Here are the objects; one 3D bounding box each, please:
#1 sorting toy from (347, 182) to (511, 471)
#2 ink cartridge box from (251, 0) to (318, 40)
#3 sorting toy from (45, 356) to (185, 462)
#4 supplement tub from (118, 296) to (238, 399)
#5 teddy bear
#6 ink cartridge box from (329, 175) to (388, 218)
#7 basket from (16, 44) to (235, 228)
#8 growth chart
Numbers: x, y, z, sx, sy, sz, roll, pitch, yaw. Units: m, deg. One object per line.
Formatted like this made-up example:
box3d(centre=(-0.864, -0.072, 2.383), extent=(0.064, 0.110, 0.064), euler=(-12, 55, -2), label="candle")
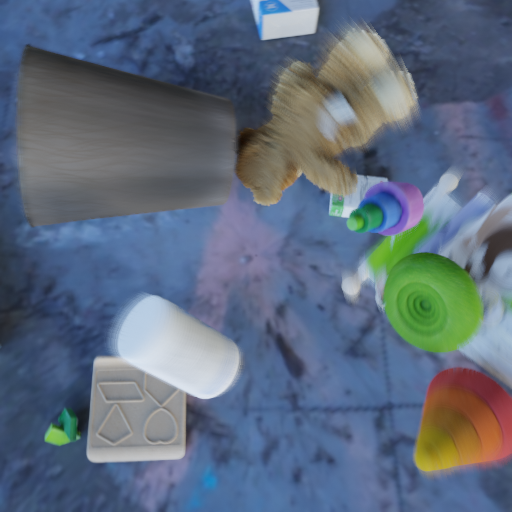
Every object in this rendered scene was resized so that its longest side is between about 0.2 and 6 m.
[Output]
box3d(centre=(1.667, 0.863, 5.902), extent=(1.143, 1.151, 3.319), euler=(-22, 93, -41), label="sorting toy")
box3d(centre=(0.428, -4.818, 10.167), extent=(1.013, 0.586, 1.744), euler=(-10, 66, -5), label="ink cartridge box")
box3d(centre=(-1.820, 1.983, 7.312), extent=(1.785, 0.263, 1.320), euler=(-1, 71, -4), label="sorting toy")
box3d(centre=(-0.880, 1.088, 6.541), extent=(0.818, 1.239, 0.818), euler=(-28, 42, 28), label="supplement tub")
box3d(centre=(0.905, -1.826, 7.828), extent=(1.972, 0.908, 2.720), euler=(40, 115, 11), label="teddy bear")
box3d(centre=(1.562, -0.897, 8.552), extent=(0.829, 0.344, 0.608), euler=(7, 66, 3), label="ink cartridge box")
box3d(centre=(-1.736, -1.546, 7.824), extent=(2.693, 2.428, 1.831), euler=(1, 22, -12), label="basket")
box3d(centre=(3.080, 0.314, 6.659), extent=(3.424, 0.304, 2.478), euler=(34, 80, 31), label="growth chart")
